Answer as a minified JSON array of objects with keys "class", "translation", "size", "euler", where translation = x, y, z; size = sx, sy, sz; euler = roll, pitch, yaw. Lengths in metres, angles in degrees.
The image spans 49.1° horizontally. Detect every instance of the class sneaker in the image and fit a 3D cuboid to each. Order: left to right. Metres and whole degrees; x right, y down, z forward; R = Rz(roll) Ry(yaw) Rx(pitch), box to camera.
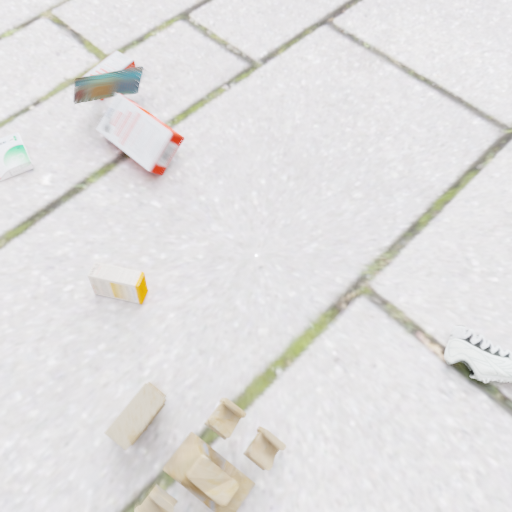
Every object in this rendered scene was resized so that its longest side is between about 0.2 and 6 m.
[{"class":"sneaker","translation":[4.053,1.877,9.442],"size":[1.802,0.677,0.730],"euler":[26,77,17]}]

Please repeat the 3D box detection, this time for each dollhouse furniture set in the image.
[{"class":"dollhouse furniture set","translation":[-1.105,2.993,8.492],"size":[2.230,1.451,2.049],"euler":[39,74,0]}]

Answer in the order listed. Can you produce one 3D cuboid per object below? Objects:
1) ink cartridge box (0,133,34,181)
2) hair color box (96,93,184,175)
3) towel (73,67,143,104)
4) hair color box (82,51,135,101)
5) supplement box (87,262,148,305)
[{"class":"ink cartridge box","translation":[-5.468,-2.040,11.920],"size":[1.195,0.299,0.962],"euler":[-25,62,-16]},{"class":"hair color box","translation":[-2.463,-2.577,11.845],"size":[1.720,0.550,0.954],"euler":[38,102,19]},{"class":"towel","translation":[-3.197,-3.666,12.111],"size":[1.455,1.067,0.158],"euler":[-19,85,-22]},{"class":"hair color box","translation":[-3.465,-4.252,13.174],"size":[0.619,0.373,1.219],"euler":[33,64,17]},{"class":"supplement box","translation":[-2.504,0.495,10.202],"size":[0.961,0.606,0.353],"euler":[12,53,6]}]
